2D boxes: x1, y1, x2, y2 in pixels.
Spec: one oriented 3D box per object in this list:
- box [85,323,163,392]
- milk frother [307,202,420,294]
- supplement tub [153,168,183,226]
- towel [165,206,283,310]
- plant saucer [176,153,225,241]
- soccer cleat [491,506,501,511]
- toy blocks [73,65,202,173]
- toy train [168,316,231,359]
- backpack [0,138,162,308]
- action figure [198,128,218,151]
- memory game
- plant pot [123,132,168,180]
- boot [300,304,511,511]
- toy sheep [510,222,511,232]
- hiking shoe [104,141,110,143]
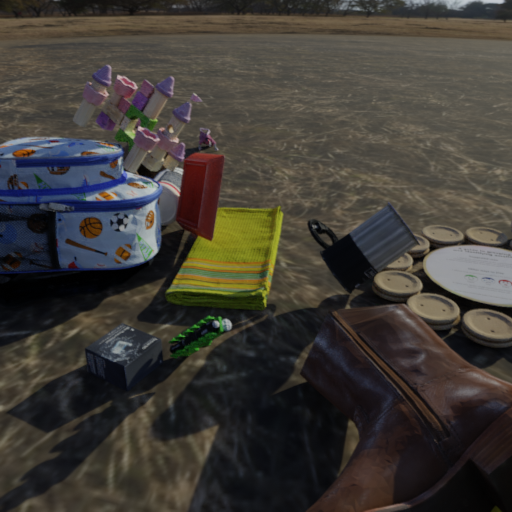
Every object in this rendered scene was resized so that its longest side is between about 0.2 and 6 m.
[{"bbox_3d":[-1.748,1.331,7.463,0.728,0.427,0.716,17,32,27],"label":"box"},{"bbox_3d":[1.653,-0.346,8.976,1.335,1.419,1.281,-36,-11,11],"label":"milk frother"},{"bbox_3d":[-1.890,-1.299,12.012,0.930,0.930,1.325,4,27,8],"label":"supplement tub"},{"bbox_3d":[-0.431,-0.150,10.441,1.629,0.342,3.785,4,27,6],"label":"towel"},{"bbox_3d":[-1.138,-1.185,10.743,0.291,1.585,1.588,6,8,-27],"label":"plant saucer"},{"bbox_3d":[2.470,2.518,4.844,1.419,1.097,3.392,-21,21,30],"label":"soccer cleat"},{"bbox_3d":[-1.826,-2.480,9.580,1.664,1.499,1.781,41,22,14],"label":"toy blocks"},{"bbox_3d":[-0.744,1.072,7.287,0.378,1.342,0.280,4,66,-33],"label":"toy train"},{"bbox_3d":[-3.141,-0.807,9.675,3.059,2.474,3.212,6,23,-12],"label":"backpack"},{"bbox_3d":[-1.407,-3.433,16.565,0.579,0.643,0.864,2,13,-9],"label":"action figure"},{"bbox_3d":[3.880,0.378,9.503,4.005,0.255,4.005,0,28,0],"label":"memory game"},{"bbox_3d":[-2.893,-2.277,13.771,1.195,1.370,1.370,-2,21,39],"label":"plant pot"},{"bbox_3d":[0.921,1.785,5.966,3.241,1.117,3.477,-25,21,-8],"label":"boot"},{"bbox_3d":[5.340,-0.574,10.974,0.930,0.641,0.641,2,23,-29],"label":"toy sheep"},{"bbox_3d":[-4.685,-1.777,12.216,3.155,1.588,1.195,-11,29,-20],"label":"hiking shoe"}]
